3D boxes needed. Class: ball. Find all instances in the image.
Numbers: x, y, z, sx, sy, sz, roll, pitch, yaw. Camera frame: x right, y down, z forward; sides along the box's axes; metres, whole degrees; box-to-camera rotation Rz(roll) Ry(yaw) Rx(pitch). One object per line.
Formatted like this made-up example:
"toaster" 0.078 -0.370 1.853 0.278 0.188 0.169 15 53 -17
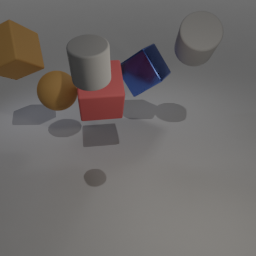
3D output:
"ball" -2.477 -1.307 9.855 1.400 1.400 1.400 0 30 0

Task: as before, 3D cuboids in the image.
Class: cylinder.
"cylinder" 2.377 -3.017 9.617 1.400 1.400 1.400 1 -8 2
"cylinder" -0.653 -1.115 4.797 0.700 0.700 0.700 0 48 0

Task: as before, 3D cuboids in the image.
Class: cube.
"cube" 0.647 -2.328 11.245 1.400 1.400 1.400 -26 11 32
"cube" -0.907 -1.193 9.101 1.400 1.400 1.400 -5 63 -7
"cube" -4.027 -2.659 9.808 1.400 1.400 1.400 -15 -7 21
